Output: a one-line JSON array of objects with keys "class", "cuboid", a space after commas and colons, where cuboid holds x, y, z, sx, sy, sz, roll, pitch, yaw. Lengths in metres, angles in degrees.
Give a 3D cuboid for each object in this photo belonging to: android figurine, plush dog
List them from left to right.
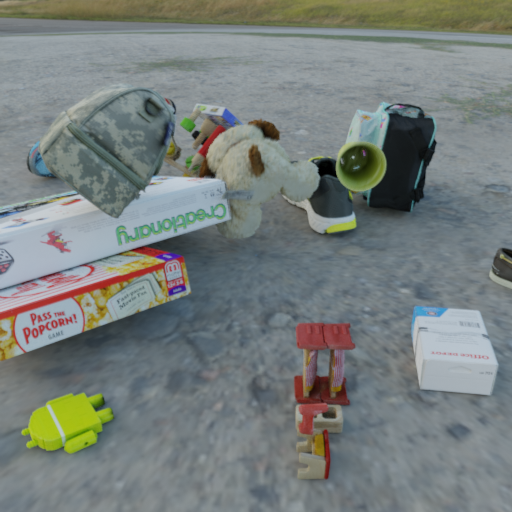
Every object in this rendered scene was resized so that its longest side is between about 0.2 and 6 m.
[{"class": "android figurine", "cuboid": [-2.290, 2.016, 6.800, 1.022, 0.210, 0.930, -18, 33, -32]}, {"class": "plush dog", "cuboid": [-0.226, -1.784, 10.971, 2.334, 1.872, 2.004, -35, 48, -4]}]

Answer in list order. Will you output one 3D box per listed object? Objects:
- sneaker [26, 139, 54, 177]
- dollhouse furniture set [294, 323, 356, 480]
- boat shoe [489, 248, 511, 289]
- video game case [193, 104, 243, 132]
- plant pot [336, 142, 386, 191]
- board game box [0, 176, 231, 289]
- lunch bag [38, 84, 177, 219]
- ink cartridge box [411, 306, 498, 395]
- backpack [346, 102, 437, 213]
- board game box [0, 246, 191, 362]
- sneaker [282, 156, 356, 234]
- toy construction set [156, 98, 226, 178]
[{"class": "sneaker", "cuboid": [-4.512, -2.627, 14.609, 2.760, 1.095, 1.318, -21, 36, -33]}, {"class": "dollhouse furniture set", "cuboid": [0.841, 1.660, 6.692, 0.712, 0.942, 1.750, 1, 28, 2]}, {"class": "boat shoe", "cuboid": [4.961, 0.387, 9.464, 1.912, 0.576, 0.681, 21, 34, 33]}, {"class": "video game case", "cuboid": [-0.804, -3.155, 13.094, 0.944, 0.237, 1.041, 20, -7, 37]}, {"class": "plant pot", "cuboid": [1.497, -1.403, 8.350, 0.722, 0.722, 0.664, -1, 22, -2]}, {"class": "board game box", "cuboid": [-3.267, -0.575, 10.027, 4.816, 0.833, 3.040, -20, 20, -35]}, {"class": "lunch bag", "cuboid": [-2.163, -1.787, 8.486, 1.793, 1.490, 2.138, -51, 27, 2]}, {"class": "ink cartridge box", "cuboid": [2.711, 1.281, 7.804, 0.946, 0.555, 1.292, 4, 29, 9]}, {"class": "backpack", "cuboid": [3.035, -2.382, 12.906, 1.977, 2.267, 2.579, 11, 26, 12]}, {"class": "board game box", "cuboid": [-2.743, 0.562, 8.511, 2.806, 0.650, 2.126, -19, 17, -33]}, {"class": "sneaker", "cuboid": [1.439, -1.672, 12.490, 1.204, 1.368, 3.233, -7, 29, -16]}, {"class": "toy construction set", "cuboid": [-1.916, -2.408, 13.671, 2.328, 2.145, 2.792, 38, -2, -23]}]
